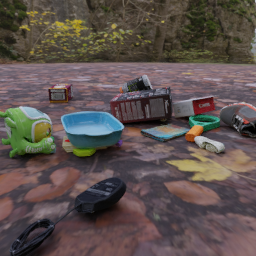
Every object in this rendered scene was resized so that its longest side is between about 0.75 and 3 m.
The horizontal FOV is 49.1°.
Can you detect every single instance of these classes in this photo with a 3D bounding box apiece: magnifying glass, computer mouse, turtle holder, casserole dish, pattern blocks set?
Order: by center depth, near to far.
[{"bbox_3d":[-0.874,1.502,4.758,0.690,0.401,2.355,2,20,45],"label":"computer mouse"},{"bbox_3d":[-2.720,0.044,7.723,1.231,1.318,1.734,-14,9,-35],"label":"turtle holder"},{"bbox_3d":[-1.311,0.440,8.469,2.295,0.186,2.017,0,17,-1],"label":"pattern blocks set"},{"bbox_3d":[-1.142,0.026,8.615,1.675,0.536,2.765,-6,17,-17],"label":"casserole dish"},{"bbox_3d":[2.569,-0.059,9.978,1.140,0.321,2.864,8,19,24],"label":"magnifying glass"}]

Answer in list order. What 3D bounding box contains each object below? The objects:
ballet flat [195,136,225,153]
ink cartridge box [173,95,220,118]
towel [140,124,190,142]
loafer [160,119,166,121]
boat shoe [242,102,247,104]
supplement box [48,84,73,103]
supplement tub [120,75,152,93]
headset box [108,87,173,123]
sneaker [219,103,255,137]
[{"bbox_3d":[2.305,0.489,8.173,0.348,0.348,1.001,-15,23,-41],"label":"ballet flat"},{"bbox_3d":[2.889,-0.904,11.612,1.544,0.647,1.355,-14,5,-40],"label":"ink cartridge box"},{"bbox_3d":[1.314,0.121,9.607,1.513,0.164,1.109,-14,22,-39],"label":"towel"},{"bbox_3d":[1.501,-0.503,11.510,0.294,0.257,0.817,4,19,15],"label":"loafer"},{"bbox_3d":[4.564,-0.392,10.729,0.699,0.700,1.942,-29,25,10],"label":"boat shoe"},{"bbox_3d":[-3.683,-1.952,15.493,0.986,0.766,1.788,0,17,-1],"label":"supplement box"},{"bbox_3d":[0.355,-1.758,12.510,1.338,0.820,0.820,-21,14,11],"label":"supplement tub"},{"bbox_3d":[0.475,-0.925,11.294,2.545,0.955,1.891,-6,15,11],"label":"headset box"},{"bbox_3d":[3.993,-0.221,9.499,1.018,0.958,2.486,-17,22,-29],"label":"sneaker"}]
